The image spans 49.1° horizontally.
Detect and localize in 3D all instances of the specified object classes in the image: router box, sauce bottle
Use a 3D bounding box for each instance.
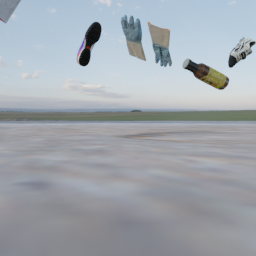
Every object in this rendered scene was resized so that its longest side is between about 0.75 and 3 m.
[{"bbox_3d":[-2.900,-3.477,6.640,0.384,1.573,1.412,32,-1,-2],"label":"router box"},{"bbox_3d":[2.302,-1.615,8.334,1.528,0.494,0.494,21,-6,-21],"label":"sauce bottle"}]

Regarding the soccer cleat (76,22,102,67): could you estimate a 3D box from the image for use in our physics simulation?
[{"bbox_3d":[-1.754,-3.658,12.112,0.670,1.965,0.719,14,15,-36],"label":"soccer cleat"}]

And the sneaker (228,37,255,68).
[{"bbox_3d":[3.317,-2.186,8.138,0.477,1.078,0.399,28,-9,42],"label":"sneaker"}]

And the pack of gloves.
[{"bbox_3d":[0.471,-1.951,6.210,1.193,0.280,1.420,26,-15,19],"label":"pack of gloves"}]
